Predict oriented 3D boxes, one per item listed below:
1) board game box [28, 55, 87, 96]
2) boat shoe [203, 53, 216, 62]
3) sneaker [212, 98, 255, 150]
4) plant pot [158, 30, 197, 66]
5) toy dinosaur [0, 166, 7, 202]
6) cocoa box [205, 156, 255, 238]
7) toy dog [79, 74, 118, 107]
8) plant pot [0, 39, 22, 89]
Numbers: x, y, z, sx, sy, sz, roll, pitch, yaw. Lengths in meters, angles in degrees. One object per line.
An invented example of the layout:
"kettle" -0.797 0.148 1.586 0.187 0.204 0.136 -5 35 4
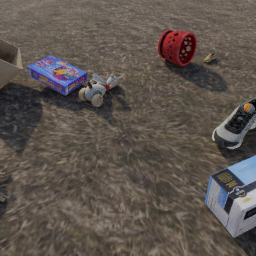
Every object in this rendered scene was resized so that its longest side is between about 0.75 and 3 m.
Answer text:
"board game box" -3.260 -2.496 12.996 2.258 0.505 1.518 29 46 19
"boat shoe" 4.408 -3.835 15.128 0.331 0.352 0.925 33 51 32
"sneaker" 4.095 -0.235 10.391 1.066 1.143 2.884 33 52 30
"plant pot" 2.501 -4.225 14.651 1.539 1.690 1.690 25 46 37
"toy dinosaur" -4.810 1.388 8.793 2.707 0.788 1.369 16 45 17
"cocoa box" 3.390 1.804 7.816 1.993 1.329 1.308 -19 41 -17
"toy dog" -1.267 -1.914 12.366 1.456 1.063 2.207 8 42 9
"plant pot" -6.217 -2.890 12.554 2.059 1.823 2.057 23 28 -40
